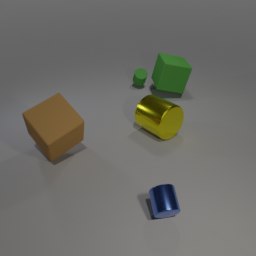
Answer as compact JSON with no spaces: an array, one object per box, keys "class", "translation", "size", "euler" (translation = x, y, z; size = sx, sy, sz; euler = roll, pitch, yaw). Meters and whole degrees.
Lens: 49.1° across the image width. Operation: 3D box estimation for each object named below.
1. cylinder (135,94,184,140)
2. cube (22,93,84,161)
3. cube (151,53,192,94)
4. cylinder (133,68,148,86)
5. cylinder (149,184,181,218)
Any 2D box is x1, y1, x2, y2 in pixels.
[{"class":"cylinder","translation":[1.214,-0.448,10.970],"size":[1.400,1.400,1.400],"euler":[-23,37,-33]},{"class":"cube","translation":[-2.433,-0.017,9.343],"size":[1.400,1.400,1.400],"euler":[-36,73,-25]},{"class":"cube","translation":[2.120,-2.720,13.887],"size":[1.400,1.400,1.400],"euler":[7,34,-14]},{"class":"cylinder","translation":[0.642,-2.723,14.989],"size":[0.700,0.700,0.700],"euler":[3,66,-8]},{"class":"cylinder","translation":[0.956,1.921,7.363],"size":[0.700,0.700,0.700],"euler":[-5,59,-9]}]
